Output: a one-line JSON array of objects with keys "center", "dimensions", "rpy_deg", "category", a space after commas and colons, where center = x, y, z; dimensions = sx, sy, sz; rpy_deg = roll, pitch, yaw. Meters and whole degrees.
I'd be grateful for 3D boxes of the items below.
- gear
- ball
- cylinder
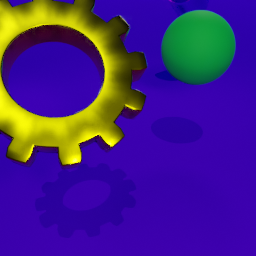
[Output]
[{"center": [-0.712, -0.509, 2.754], "dimensions": [1.781, 1.781, 0.329], "rpy_deg": [-8, -12, -14], "category": "gear"}, {"center": [1.310, -1.497, 5.304], "dimensions": [1.352, 1.352, 1.352], "rpy_deg": [0, 28, 0], "category": "ball"}, {"center": [1.902, -4.240, 8.961], "dimensions": [1.148, 1.148, 1.148], "rpy_deg": [16, 1, 28], "category": "cylinder"}]
